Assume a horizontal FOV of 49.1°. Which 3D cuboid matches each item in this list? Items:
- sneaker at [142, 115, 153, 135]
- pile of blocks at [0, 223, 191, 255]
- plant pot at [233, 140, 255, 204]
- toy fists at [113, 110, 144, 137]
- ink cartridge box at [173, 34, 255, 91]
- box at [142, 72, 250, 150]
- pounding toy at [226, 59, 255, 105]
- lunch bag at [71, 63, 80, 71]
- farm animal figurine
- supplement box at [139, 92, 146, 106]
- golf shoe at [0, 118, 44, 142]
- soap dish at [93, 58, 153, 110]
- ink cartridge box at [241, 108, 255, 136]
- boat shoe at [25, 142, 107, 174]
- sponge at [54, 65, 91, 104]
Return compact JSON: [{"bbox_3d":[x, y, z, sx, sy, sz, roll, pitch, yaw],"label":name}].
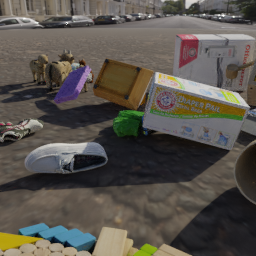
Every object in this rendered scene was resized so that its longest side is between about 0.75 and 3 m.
[{"bbox_3d":[0.715,-0.185,7.549,0.542,0.463,1.307,2,20,22],"label":"sneaker"},{"bbox_3d":[-0.510,1.674,2.957,2.772,0.861,1.138,8,7,7],"label":"pile of blocks"},{"bbox_3d":[2.493,0.592,4.781,1.152,1.152,1.230,12,17,25],"label":"plant pot"},{"bbox_3d":[-0.001,-0.132,7.463,0.697,0.470,1.368,11,23,8],"label":"toy fists"},{"bbox_3d":[3.278,-2.565,10.994,2.806,2.056,1.162,-1,27,-2],"label":"ink cartridge box"},{"bbox_3d":[1.544,-0.455,6.807,2.195,1.112,1.235,15,24,2],"label":"box"},{"bbox_3d":[4.611,-2.008,9.456,2.618,1.198,2.300,13,63,28],"label":"pounding toy"},{"bbox_3d":[-2.680,-2.917,13.821,0.712,0.510,0.836,10,20,20],"label":"lunch bag"},{"bbox_3d":[-2.847,-2.471,11.575,2.787,1.453,2.756,-2,23,-4],"label":"farm animal figurine"},{"bbox_3d":[0.038,-1.310,9.552,0.954,0.941,0.633,15,27,30],"label":"supplement box"},{"bbox_3d":[-2.723,0.090,7.120,1.187,0.458,0.523,-10,50,-26],"label":"golf shoe"},{"bbox_3d":[-0.232,-1.493,9.116,1.760,1.385,0.715,22,-4,29],"label":"soap dish"},{"bbox_3d":[3.920,0.049,7.086,1.099,0.433,2.210,-14,28,-31],"label":"ink cartridge box"},{"bbox_3d":[-1.189,0.667,5.586,1.608,0.579,0.551,0,21,-25],"label":"boat shoe"},{"bbox_3d":[-1.920,-1.515,9.769,0.901,0.241,1.615,-12,43,30],"label":"sponge"}]
